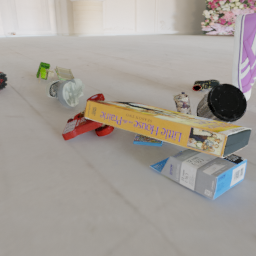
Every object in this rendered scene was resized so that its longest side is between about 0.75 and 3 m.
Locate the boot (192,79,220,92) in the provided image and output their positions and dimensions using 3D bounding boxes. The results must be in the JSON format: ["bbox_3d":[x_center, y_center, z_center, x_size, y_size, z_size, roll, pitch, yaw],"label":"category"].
[{"bbox_3d":[3.131,-1.688,11.291,1.056,0.381,0.797,4,24,24],"label":"boot"}]

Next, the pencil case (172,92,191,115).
[{"bbox_3d":[1.459,-0.435,7.407,0.386,0.993,0.444,-26,32,-15],"label":"pencil case"}]

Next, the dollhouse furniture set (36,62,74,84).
[{"bbox_3d":[-3.338,-2.329,12.917,1.524,0.765,0.998,7,37,-30],"label":"dollhouse furniture set"}]

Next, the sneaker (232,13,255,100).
[{"bbox_3d":[4.084,-2.030,8.592,1.598,2.803,1.016,7,32,27],"label":"sneaker"}]

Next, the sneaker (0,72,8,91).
[{"bbox_3d":[-5.567,-1.707,10.736,1.106,0.800,2.265,6,24,9],"label":"sneaker"}]

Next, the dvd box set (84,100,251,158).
[{"bbox_3d":[0.883,-0.099,6.012,2.981,0.438,2.181,16,11,32],"label":"dvd box set"}]

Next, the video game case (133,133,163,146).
[{"bbox_3d":[0.552,0.196,7.050,0.685,0.085,0.957,4,22,11],"label":"video game case"}]

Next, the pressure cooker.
[{"bbox_3d":[2.316,-0.492,7.147,1.021,1.037,1.161,-34,-10,-17],"label":"pressure cooker"}]

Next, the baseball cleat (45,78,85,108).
[{"bbox_3d":[-2.277,-1.181,9.620,1.378,0.903,2.589,-5,12,4],"label":"baseball cleat"}]

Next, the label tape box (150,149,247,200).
[{"bbox_3d":[1.300,0.675,5.326,1.053,0.486,1.470,-16,29,-40],"label":"label tape box"}]

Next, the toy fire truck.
[{"bbox_3d":[-1.074,-0.236,7.323,1.225,0.818,1.459,-20,23,4],"label":"toy fire truck"}]
